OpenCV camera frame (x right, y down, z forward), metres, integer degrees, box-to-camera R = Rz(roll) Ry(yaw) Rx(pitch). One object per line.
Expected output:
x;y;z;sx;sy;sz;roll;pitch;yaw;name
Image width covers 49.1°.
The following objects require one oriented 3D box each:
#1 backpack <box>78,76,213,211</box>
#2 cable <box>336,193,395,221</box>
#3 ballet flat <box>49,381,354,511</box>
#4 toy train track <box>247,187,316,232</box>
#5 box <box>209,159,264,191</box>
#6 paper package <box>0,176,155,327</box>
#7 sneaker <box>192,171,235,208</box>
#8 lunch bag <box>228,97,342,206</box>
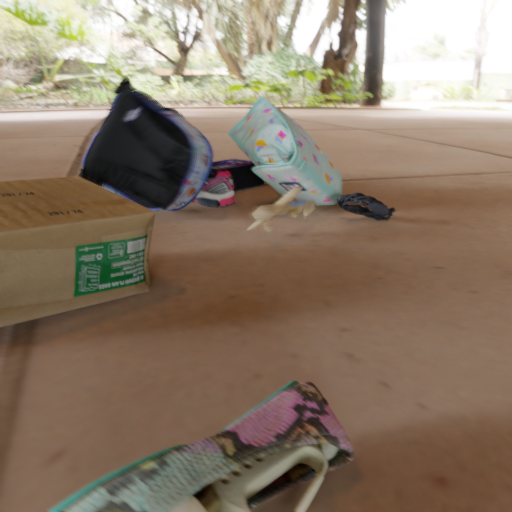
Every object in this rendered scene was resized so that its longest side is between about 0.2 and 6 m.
-2.383;-2.271;13.085;2.599;2.729;2.102;37;20;19;backpack
2.376;-1.091;12.344;1.276;0.324;1.041;16;-4;-4;cable
-0.252;1.756;4.027;2.736;0.946;0.974;-16;44;-41;ballet flat
0.694;-0.859;11.498;1.365;0.387;2.380;-40;-12;28;toy train track
-0.849;-2.298;16.016;1.301;0.727;1.843;11;21;41;box
-3.242;-0.199;8.304;2.508;1.361;2.631;25;26;38;paper package
-1.521;-1.850;14.474;2.329;0.870;0.939;10;21;29;sneaker
0.795;-2.289;13.387;2.132;1.526;2.503;35;13;-45;lunch bag
